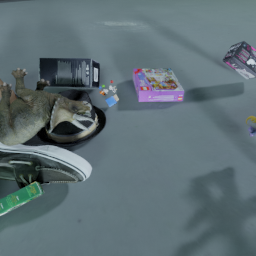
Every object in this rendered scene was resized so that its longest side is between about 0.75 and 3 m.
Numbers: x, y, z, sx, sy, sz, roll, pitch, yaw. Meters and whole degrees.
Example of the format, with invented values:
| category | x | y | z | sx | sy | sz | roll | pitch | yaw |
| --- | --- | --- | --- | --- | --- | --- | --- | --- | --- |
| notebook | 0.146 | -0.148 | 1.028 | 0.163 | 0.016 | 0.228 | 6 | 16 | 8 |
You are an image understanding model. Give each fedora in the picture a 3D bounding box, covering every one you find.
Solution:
| category | x | y | z | sx | sy | sz | roll | pitch | yaw |
| --- | --- | --- | --- | --- | --- | --- | --- | --- | --- |
| fedora | -1.717 | -0.467 | 8.329 | 2.293 | 1.047 | 2.293 | -2 | 33 | 1 |

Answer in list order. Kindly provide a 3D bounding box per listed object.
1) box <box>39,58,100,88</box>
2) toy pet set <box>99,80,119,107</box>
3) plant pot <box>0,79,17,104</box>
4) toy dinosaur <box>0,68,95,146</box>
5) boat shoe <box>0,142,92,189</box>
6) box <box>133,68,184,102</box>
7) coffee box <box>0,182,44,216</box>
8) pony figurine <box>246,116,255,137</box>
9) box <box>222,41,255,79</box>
| category | x | y | z | sx | sy | sz | roll | pitch | yaw |
| --- | --- | --- | --- | --- | --- | --- | --- | --- | --- |
| box | -2.121 | -2.010 | 10.384 | 1.934 | 1.009 | 1.431 | 3 | 8 | 4 |
| toy pet set | -0.720 | -1.126 | 9.629 | 0.431 | 0.757 | 0.811 | -39 | 14 | -38 |
| plant pot | -4.635 | -1.230 | 8.924 | 1.652 | 1.441 | 1.652 | -13 | 28 | 7 |
| toy dinosaur | -2.355 | -0.273 | 6.168 | 2.966 | 1.142 | 1.517 | -23 | 67 | 8 |
| boat shoe | -2.184 | 0.981 | 6.370 | 2.744 | 0.989 | 0.973 | 6 | 50 | 18 |
| box | 1.091 | -1.717 | 10.867 | 1.612 | 0.461 | 2.356 | -1 | 31 | -4 |
| coffee box | -2.259 | 1.437 | 5.445 | 1.206 | 0.741 | 0.265 | -26 | 83 | -15 |
| pony figurine | 3.768 | 0.145 | 6.259 | 2.129 | 1.837 | 2.206 | -42 | 29 | 2 |
| box | 4.684 | -2.667 | 11.196 | 1.387 | 0.796 | 0.916 | 34 | -3 | -11 |
